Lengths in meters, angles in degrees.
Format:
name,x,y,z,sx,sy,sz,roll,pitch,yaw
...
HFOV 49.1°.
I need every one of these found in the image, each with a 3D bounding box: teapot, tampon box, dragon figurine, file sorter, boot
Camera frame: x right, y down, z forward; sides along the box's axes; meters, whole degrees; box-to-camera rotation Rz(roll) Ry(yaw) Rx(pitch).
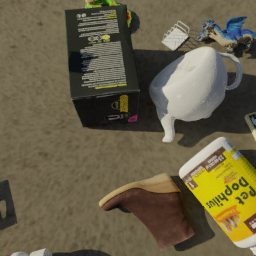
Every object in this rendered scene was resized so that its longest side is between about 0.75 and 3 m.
name,x,y,z,sx,sy,sz,roll,pitch,yaw
teapot,1.948,-1.068,8.148,1.774,2.429,2.397,51,39,-19
tampon box,-0.711,-1.727,8.209,1.769,2.100,2.802,-7,70,-2
dragon figurine,3.673,-3.243,9.474,2.573,0.757,1.279,-15,71,-4
file sorter,1.651,-3.175,9.593,0.553,0.497,0.798,41,75,13
boot,0.514,2.343,7.448,2.214,0.801,1.842,-18,70,-10

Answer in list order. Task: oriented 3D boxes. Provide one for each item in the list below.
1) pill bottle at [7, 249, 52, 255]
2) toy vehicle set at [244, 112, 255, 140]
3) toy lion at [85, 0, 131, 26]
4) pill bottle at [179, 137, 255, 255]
name,x,y,z,sx,sy,sz,roll,pitch,yaw
pill bottle,-2.996,3.765,6.687,2.346,1.285,1.285,-15,71,-5
toy vehicle set,4.346,0.166,8.551,0.950,0.203,1.530,-17,71,-6
toy lion,-0.666,-4.054,9.957,1.487,0.533,1.551,-12,70,-12
pill bottle,2.835,1.816,7.189,1.637,1.637,2.997,-36,74,-12
